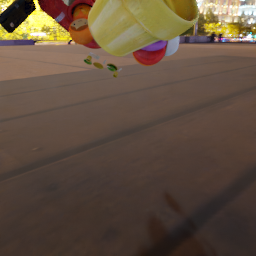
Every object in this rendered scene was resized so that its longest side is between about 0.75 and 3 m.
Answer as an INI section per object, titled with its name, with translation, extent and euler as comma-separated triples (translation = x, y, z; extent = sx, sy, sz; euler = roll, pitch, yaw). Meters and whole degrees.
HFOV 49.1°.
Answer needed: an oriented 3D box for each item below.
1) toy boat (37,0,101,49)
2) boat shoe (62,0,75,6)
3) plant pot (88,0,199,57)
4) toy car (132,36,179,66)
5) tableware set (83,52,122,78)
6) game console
[toy boat]
translation = -1.386, -3.374, 8.595
extent = 1.939, 2.971, 1.942
euler = -24, 50, 30
[boat shoe]
translation = -0.846, -2.371, 3.408
extent = 0.620, 0.688, 1.908
euler = 22, -21, 0
[plant pot]
translation = 0.180, -2.454, 5.758
extent = 1.792, 1.905, 1.905
euler = -28, -2, 42
[toy car]
translation = 0.603, -2.564, 7.779
extent = 1.732, 1.979, 1.484
euler = 7, 59, 2
[tableware set]
translation = -0.782, -1.857, 8.452
extent = 1.126, 0.173, 0.758
euler = 25, -15, -17
[game console]
translation = -3.123, -3.640, 7.528
extent = 1.710, 1.132, 1.944
euler = -46, 18, -3
